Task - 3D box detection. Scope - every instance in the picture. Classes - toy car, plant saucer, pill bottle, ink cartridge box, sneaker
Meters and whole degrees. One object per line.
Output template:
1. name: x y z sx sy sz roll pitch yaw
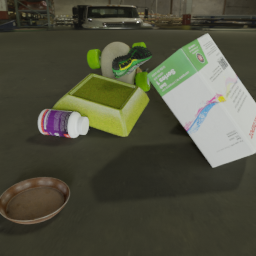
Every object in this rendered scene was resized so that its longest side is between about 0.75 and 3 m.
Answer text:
1. toy car: -0.086 -2.604 12.684 2.416 2.320 2.941 -4 11 17
2. plant saucer: -1.847 1.454 5.591 1.369 0.236 1.369 1 24 0
3. pill bottle: -1.940 -0.130 8.482 1.404 0.789 0.789 6 25 14
4. plant saucer: -0.820 -1.032 9.649 2.710 0.649 2.706 18 37 11
5. ink cartridge box: 2.124 -0.765 7.220 1.211 2.883 2.088 -33 4 40
6. sneaker: 0.129 -2.439 10.314 1.752 0.746 0.684 -29 69 -20
